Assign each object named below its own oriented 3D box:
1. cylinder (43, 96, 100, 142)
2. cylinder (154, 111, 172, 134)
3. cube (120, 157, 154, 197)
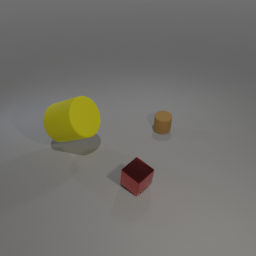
[{"bbox_3d":[-1.908,-0.280,9.590,1.400,1.400,1.400,-10,20,37],"label":"cylinder"},{"bbox_3d":[1.409,-0.227,11.340,0.700,0.700,0.700,0,42,0],"label":"cylinder"},{"bbox_3d":[0.266,1.439,8.300,0.700,0.700,0.700,35,52,26],"label":"cube"}]
